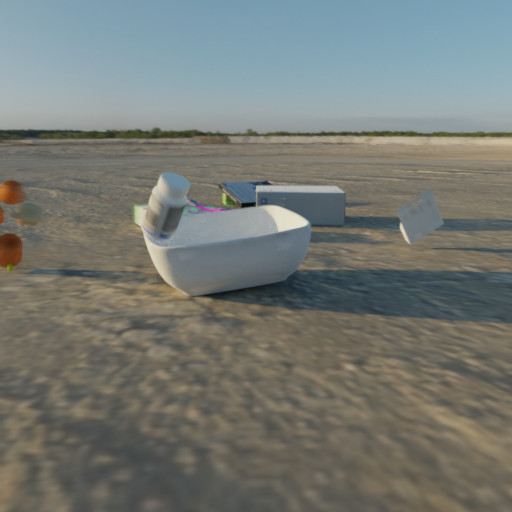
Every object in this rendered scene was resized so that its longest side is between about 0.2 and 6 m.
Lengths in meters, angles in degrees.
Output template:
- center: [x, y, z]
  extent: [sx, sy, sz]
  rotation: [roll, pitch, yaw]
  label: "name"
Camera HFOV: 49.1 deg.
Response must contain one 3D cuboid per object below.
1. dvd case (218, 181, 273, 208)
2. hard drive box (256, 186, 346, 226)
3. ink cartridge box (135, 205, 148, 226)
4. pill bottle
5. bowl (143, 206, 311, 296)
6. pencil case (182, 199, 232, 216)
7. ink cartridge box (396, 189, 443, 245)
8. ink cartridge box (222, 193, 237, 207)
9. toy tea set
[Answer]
- center: [-0.056, -1.921, 17.314]
  extent: [1.846, 0.228, 1.388]
  rotation: [-8, 36, -33]
  label: "dvd case"
- center: [1.069, -1.303, 14.178]
  extent: [2.166, 0.832, 1.688]
  rotation: [0, 12, 1]
  label: "hard drive box"
- center: [-2.305, -0.918, 13.226]
  extent: [0.842, 0.485, 1.153]
  rotation: [-5, 14, -26]
  label: "ink cartridge box"
- center: [-1.133, -0.618, 7.052]
  extent: [0.449, 0.788, 0.449]
  rotation: [19, 30, -12]
  label: "pill bottle"
- center: [-0.452, -0.095, 8.350]
  extent: [2.309, 0.863, 2.312]
  rotation: [-9, 14, -12]
  label: "bowl"
- center: [-1.074, -0.840, 12.327]
  extent: [1.489, 0.688, 0.634]
  rotation: [16, 46, 43]
  label: "pencil case"
- center: [3.080, -0.773, 10.654]
  extent: [0.782, 0.962, 0.275]
  rotation: [-33, 33, 3]
  label: "ink cartridge box"
- center: [-0.649, -1.738, 17.351]
  extent: [0.638, 0.327, 0.863]
  rotation: [-2, 13, -14]
  label: "ink cartridge box"
- center: [-4.163, -0.495, 9.314]
  extent: [0.968, 0.603, 1.628]
  rotation: [26, 47, -13]
  label: "toy tea set"
